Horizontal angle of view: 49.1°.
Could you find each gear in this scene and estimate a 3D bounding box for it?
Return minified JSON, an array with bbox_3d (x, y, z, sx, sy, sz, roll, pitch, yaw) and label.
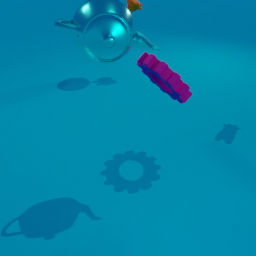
[{"bbox_3d":[0.806,-1.110,6.299,0.261,1.414,1.414,-49,44,1],"label":"gear"}]

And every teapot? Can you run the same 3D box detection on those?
[{"bbox_3d":[-0.328,-1.589,4.796,1.820,1.131,0.891,6,32,-18],"label":"teapot"}]

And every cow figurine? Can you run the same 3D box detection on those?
[{"bbox_3d":[-0.002,-4.308,10.615,1.103,1.120,0.615,-21,55,-17],"label":"cow figurine"}]
